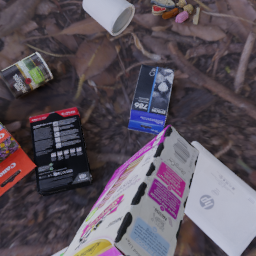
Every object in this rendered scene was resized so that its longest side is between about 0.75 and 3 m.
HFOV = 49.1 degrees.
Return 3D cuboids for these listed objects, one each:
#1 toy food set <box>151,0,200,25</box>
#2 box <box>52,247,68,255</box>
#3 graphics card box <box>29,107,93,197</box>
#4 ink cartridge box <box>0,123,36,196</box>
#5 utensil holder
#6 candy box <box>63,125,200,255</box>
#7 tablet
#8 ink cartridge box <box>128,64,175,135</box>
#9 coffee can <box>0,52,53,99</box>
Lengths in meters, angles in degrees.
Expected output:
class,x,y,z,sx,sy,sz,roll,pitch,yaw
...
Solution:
class,x,y,z,sx,sy,sz,roll,pitch,yaw
toy food set,1.740,-4.461,10.543,1.901,0.299,1.209,11,65,5
box,-0.982,3.639,6.286,1.098,0.989,1.952,-28,68,-13
graphics card box,-1.913,0.635,7.950,1.447,0.587,2.307,-13,64,-7
ink cartridge box,-3.870,0.573,7.639,1.465,0.677,2.689,-42,58,-17
utensil holder,-0.454,-2.778,6.508,0.955,0.811,0.811,43,71,6
candy box,0.062,1.362,4.677,0.846,1.892,2.774,42,36,-6
tablet,2.309,1.819,7.611,1.822,0.191,2.800,-42,71,-17
ink cartridge box,0.750,-0.931,8.795,1.122,0.442,2.256,10,66,4
coffee can,-3.199,-1.653,8.823,1.330,0.973,0.973,-34,69,-15
